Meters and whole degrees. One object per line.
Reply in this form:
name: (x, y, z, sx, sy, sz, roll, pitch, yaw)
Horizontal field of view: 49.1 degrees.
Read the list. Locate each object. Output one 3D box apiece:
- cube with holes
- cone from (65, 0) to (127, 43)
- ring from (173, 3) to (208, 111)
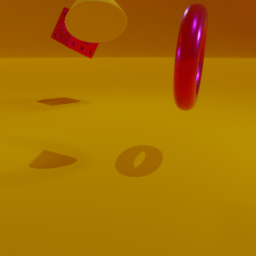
cube with holes: (-2.107, -3.980, 11.798, 1.367, 1.367, 1.367, 36, 13, 36)
cone: (-0.561, -2.178, 4.743, 1.012, 1.016, 1.012, -5, -18, -2)
ring: (1.159, -1.253, 5.128, 0.378, 1.888, 1.888, 8, 17, 16)
